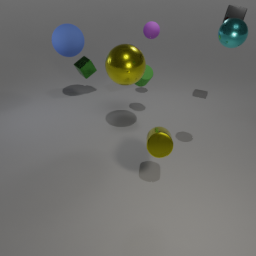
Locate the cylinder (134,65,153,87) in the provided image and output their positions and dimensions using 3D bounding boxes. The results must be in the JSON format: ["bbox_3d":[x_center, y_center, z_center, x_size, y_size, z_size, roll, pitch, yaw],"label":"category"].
[{"bbox_3d":[0.598,-2.155,11.528,0.700,0.700,0.700,5,73,-16],"label":"cylinder"}]

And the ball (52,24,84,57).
[{"bbox_3d":[-2.613,-3.824,12.252,1.400,1.400,1.400,0,31,0],"label":"ball"}]

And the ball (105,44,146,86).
[{"bbox_3d":[-0.086,-2.167,9.634,1.400,1.400,1.400,0,31,0],"label":"ball"}]

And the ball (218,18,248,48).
[{"bbox_3d":[2.558,-2.310,6.835,0.700,0.700,0.700,0,31,0],"label":"ball"}]

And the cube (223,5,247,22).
[{"bbox_3d":[4.086,-4.219,10.797,0.700,0.700,0.700,19,8,14],"label":"cube"}]

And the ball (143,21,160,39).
[{"bbox_3d":[0.991,-4.114,11.798,0.700,0.700,0.700,0,31,0],"label":"ball"}]

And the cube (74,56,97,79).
[{"bbox_3d":[-2.097,-2.977,13.750,0.700,0.700,0.700,-42,47,-9],"label":"cube"}]

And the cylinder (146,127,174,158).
[{"bbox_3d":[0.852,0.376,7.584,0.700,0.700,0.700,2,14,3],"label":"cylinder"}]
